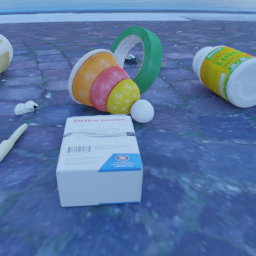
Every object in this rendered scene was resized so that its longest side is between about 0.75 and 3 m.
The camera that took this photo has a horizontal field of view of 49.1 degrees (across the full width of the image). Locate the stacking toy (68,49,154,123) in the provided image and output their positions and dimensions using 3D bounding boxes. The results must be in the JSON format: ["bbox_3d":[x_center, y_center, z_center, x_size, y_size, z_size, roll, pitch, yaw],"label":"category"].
[{"bbox_3d":[-0.334,-0.991,8.546,2.690,1.965,1.965,40,44,26],"label":"stacking toy"}]

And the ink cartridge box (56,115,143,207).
[{"bbox_3d":[-0.596,0.584,6.016,1.544,0.899,2.135,-1,29,-5],"label":"ink cartridge box"}]

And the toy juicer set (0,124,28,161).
[{"bbox_3d":[-4.000,0.302,6.688,2.958,0.805,1.882,-8,29,-15],"label":"toy juicer set"}]

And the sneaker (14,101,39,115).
[{"bbox_3d":[-3.258,-0.634,8.996,0.383,0.328,0.879,19,34,23],"label":"sneaker"}]

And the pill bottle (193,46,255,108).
[{"bbox_3d":[3.577,-2.030,10.173,1.642,1.642,2.956,-8,29,-14],"label":"pill bottle"}]

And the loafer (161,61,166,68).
[{"bbox_3d":[1.454,-3.084,13.642,0.893,0.281,0.321,-10,29,-18],"label":"loafer"}]

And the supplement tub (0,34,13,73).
[{"bbox_3d":[-6.136,-3.004,11.826,1.842,1.842,2.547,1,29,2],"label":"supplement tub"}]

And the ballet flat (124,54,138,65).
[{"bbox_3d":[0.003,-3.582,14.402,0.489,0.489,1.340,-24,36,-38],"label":"ballet flat"}]

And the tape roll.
[{"bbox_3d":[0.156,-2.355,9.998,0.579,2.408,2.408,10,16,-40],"label":"tape roll"}]
